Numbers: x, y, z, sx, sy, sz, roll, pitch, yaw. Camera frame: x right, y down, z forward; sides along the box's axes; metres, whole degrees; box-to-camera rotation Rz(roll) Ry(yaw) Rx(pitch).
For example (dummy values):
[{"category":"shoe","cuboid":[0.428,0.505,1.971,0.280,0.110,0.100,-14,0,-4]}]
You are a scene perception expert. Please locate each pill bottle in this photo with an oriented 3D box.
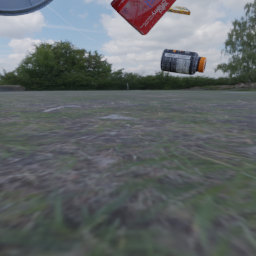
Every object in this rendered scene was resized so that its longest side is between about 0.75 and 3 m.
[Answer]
[{"category":"pill bottle","cuboid":[2.205,-2.592,11.091,1.705,0.906,0.906,13,13,19]}]

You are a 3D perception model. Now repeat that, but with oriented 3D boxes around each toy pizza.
[{"category":"toy pizza","cuboid":[-1.860,-2.633,4.051,2.029,2.029,0.322,-3,4,-21]}]

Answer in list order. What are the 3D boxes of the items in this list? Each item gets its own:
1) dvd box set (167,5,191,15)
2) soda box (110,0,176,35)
[{"category":"dvd box set","cuboid":[1.924,-4.679,11.065,0.971,0.143,0.710,5,36,-9]},{"category":"soda box","cuboid":[0.689,-2.812,5.104,0.759,2.169,0.688,31,19,-36]}]
